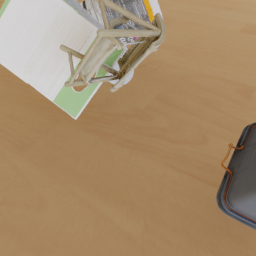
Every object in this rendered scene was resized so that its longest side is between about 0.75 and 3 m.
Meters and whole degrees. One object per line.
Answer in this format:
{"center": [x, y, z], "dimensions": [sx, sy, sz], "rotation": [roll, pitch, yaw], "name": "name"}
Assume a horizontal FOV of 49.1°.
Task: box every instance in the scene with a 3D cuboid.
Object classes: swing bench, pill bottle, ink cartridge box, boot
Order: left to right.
{"center": [-1.273, -1.371, 4.831], "dimensions": [2.089, 1.520, 0.501], "rotation": [37, 13, -3], "name": "ink cartridge box"}
{"center": [-0.859, -1.974, 6.235], "dimensions": [0.884, 2.403, 1.148], "rotation": [-43, 21, 1], "name": "boot"}
{"center": [-0.481, -3.063, 8.015], "dimensions": [2.717, 1.581, 1.581], "rotation": [-21, 39, 10], "name": "pill bottle"}
{"center": [-0.204, -1.101, 3.968], "dimensions": [1.148, 1.142, 0.745], "rotation": [4, 62, -33], "name": "swing bench"}

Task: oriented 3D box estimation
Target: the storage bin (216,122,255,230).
{"center": [2.485, 0.633, 4.823], "dimensions": [1.461, 1.348, 2.007], "rotation": [27, 71, 10], "name": "storage bin"}
